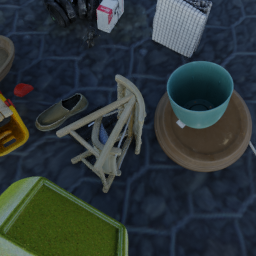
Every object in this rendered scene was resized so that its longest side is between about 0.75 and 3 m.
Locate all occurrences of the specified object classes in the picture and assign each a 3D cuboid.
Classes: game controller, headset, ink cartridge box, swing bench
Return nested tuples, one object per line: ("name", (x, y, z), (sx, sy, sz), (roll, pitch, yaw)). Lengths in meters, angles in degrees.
("game controller", (-1.022, -0.113, 7.716), (1.317, 0.277, 0.687), (-34, 55, -16))
("headset", (-1.667, -3.883, 8.862), (1.753, 1.334, 2.838), (-21, 83, -10))
("ink cartridge box", (-0.559, -3.830, 9.135), (0.464, 0.808, 1.112), (24, 67, 9))
("swing bench", (-0.373, 0.195, 6.584), (1.282, 1.965, 1.976), (39, 71, 17))

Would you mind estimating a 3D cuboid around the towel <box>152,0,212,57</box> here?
("towel", (1.537, -3.129, 8.260), (1.498, 1.809, 0.774), (33, 67, 13))

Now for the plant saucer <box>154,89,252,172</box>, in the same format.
("plant saucer", (1.990, -0.164, 7.346), (2.597, 0.383, 2.597), (0, 77, 1))

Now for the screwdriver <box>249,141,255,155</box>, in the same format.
("screwdriver", (3.294, 0.710, 7.176), (0.353, 0.339, 2.427), (4, 53, -42))

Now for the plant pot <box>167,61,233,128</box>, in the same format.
("plant pot", (1.662, -0.645, 6.579), (1.415, 1.135, 1.415), (-6, 58, 9))

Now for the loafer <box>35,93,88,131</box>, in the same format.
("loafer", (-1.855, -0.510, 7.698), (1.588, 0.553, 0.597), (-35, 69, -15))

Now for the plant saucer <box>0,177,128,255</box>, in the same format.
("plant saucer", (-1.075, 1.983, 4.814), (2.925, 2.929, 0.701), (33, 99, -7))

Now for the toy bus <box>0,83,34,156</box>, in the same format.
("toy bus", (-3.434, -0.182, 7.190), (2.113, 1.157, 2.239), (-6, 38, 15))

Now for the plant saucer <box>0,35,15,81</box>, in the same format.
("plant saucer", (-4.539, -1.679, 7.945), (2.889, 0.426, 2.889), (-7, 50, 8))

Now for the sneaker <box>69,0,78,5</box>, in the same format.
("sneaker", (-1.952, -4.687, 9.655), (1.609, 0.632, 0.718), (12, 62, 5))
